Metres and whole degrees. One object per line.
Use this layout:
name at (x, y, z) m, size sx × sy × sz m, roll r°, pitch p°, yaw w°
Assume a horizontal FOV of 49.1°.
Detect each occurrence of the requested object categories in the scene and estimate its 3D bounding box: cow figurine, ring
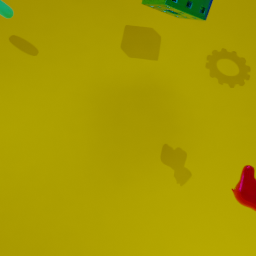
cow figurine at (2.022, 1.173, 4.068) m, size 1.071 × 0.588 × 1.054 m, roll 16°, pitch 76°, yaw 23°
ring at (-3.166, -2.912, 6.200) m, size 1.320 × 1.320 × 0.264 m, roll 37°, pitch 95°, yaw 16°

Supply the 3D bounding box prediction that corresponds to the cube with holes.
cube with holes at (1.130, -3.038, 6.003) m, size 1.080 × 1.080 × 1.080 m, roll 8°, pitch 19°, yaw -28°
